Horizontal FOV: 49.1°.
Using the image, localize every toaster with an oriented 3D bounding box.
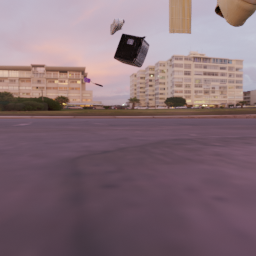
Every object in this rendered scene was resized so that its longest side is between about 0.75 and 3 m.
[{"bbox_3d":[0.158,-2.591,9.359,1.022,0.924,0.607,22,4,31],"label":"toaster"}]

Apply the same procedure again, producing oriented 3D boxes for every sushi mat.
[{"bbox_3d":[1.569,-3.633,8.371,0.752,1.572,0.095,-5,13,-12],"label":"sushi mat"}]

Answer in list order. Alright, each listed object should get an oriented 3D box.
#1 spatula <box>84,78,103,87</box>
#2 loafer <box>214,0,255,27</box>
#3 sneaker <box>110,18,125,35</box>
[{"bbox_3d":[-1.296,-1.700,10.565,0.758,0.214,0.078,23,42,2],"label":"spatula"},{"bbox_3d":[2.732,-3.346,7.329,1.028,0.927,2.716,27,33,-1],"label":"loafer"},{"bbox_3d":[-0.354,-3.235,9.030,0.348,0.359,0.984,0,1,-16],"label":"sneaker"}]
